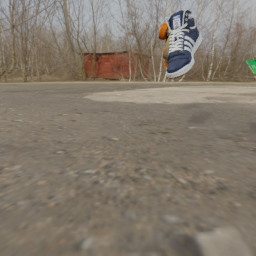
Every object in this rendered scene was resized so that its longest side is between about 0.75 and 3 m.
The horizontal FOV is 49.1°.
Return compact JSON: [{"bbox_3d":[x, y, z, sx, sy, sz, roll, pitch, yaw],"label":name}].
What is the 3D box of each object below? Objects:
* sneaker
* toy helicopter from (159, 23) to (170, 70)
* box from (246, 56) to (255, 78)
[{"bbox_3d":[1.322,-2.278,7.343,0.742,1.149,2.118,-5,41,36],"label":"sneaker"},{"bbox_3d":[1.779,-3.201,10.712,0.960,1.610,2.435,20,33,11],"label":"toy helicopter"},{"bbox_3d":[3.776,-1.469,6.474,1.793,1.052,0.434,-18,-22,-4],"label":"box"}]
